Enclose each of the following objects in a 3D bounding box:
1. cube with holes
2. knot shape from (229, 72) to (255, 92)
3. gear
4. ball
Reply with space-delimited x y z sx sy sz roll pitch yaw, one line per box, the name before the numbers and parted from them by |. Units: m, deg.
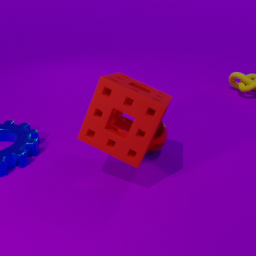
cube with holes | -0.004 -0.224 5.460 1.244 1.244 1.244 26 19 6
knot shape | 4.137 -1.596 9.780 1.219 0.602 1.303 19 20 33
gear | -3.126 0.444 6.608 1.976 0.365 1.976 0 30 0
ball | 0.482 0.144 6.618 0.911 0.911 0.911 0 30 0
